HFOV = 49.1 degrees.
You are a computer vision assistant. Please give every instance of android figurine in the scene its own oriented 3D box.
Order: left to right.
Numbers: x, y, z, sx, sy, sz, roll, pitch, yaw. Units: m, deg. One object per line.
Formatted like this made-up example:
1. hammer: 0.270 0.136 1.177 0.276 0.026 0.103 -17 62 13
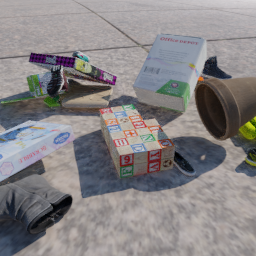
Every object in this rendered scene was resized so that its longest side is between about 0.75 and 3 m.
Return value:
1. android figurine: 4.922 -0.060 9.157 2.530 0.571 2.780 -3 31 -6

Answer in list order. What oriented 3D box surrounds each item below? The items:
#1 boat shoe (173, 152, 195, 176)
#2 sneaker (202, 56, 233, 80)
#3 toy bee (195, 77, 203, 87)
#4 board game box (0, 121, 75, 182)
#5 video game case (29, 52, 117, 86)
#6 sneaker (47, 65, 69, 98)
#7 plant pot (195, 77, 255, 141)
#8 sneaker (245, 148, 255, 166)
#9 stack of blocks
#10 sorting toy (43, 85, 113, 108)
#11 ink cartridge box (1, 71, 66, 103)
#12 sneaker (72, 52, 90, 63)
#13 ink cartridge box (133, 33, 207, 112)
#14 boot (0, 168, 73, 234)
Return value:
1. boat shoe: 1.517 0.980 7.770 0.315 0.260 0.917 -17 36 -26
2. sneaker: 4.243 -2.807 13.144 1.454 1.051 0.553 18 34 24
3. toy bee: 2.484 -2.096 12.325 1.582 0.860 1.036 29 41 -9
4. board game box: -3.084 0.497 7.757 2.324 0.478 2.319 6 28 43
5. video game case: -2.258 -2.429 11.624 2.753 0.493 2.495 16 2 36
6. sneaker: -1.982 -1.216 8.284 0.483 0.737 1.276 -10 50 12
7. plant pot: 3.174 -0.788 8.416 1.666 1.911 1.911 -22 35 -7
8. sneaker: 3.861 0.881 7.717 1.147 0.486 0.427 13 35 20
9. stack of blocks: 0.153 0.244 8.447 1.534 0.780 2.664 -9 32 -14
10. sorting toy: -1.975 -1.236 11.248 2.587 0.381 1.912 1 29 2
11. ink cartridge box: -3.751 -1.597 10.825 2.356 0.893 1.742 -14 13 -22
12. sneaker: -2.793 -3.797 15.226 1.343 0.562 0.811 26 31 34
13. ink cartridge box: 1.684 -2.200 10.853 1.999 1.204 2.751 15 69 23
14. boot: -2.487 1.783 5.951 1.566 0.830 2.380 24 41 33
